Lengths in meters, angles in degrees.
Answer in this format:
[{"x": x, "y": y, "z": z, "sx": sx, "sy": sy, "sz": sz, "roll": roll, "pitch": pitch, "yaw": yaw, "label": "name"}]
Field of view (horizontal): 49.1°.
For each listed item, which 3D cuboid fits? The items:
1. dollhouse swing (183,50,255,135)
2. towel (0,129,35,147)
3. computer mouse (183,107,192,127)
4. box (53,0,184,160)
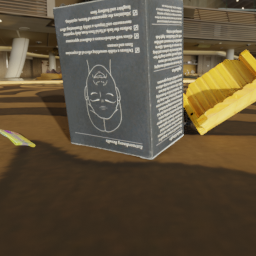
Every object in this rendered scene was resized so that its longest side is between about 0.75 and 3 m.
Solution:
[{"x": 2.228, "y": -1.032, "z": 6.817, "sx": 2.068, "sy": 1.879, "sz": 1.818, "roll": -34, "pitch": -30, "yaw": 17, "label": "dollhouse swing"}, {"x": -2.374, "y": 0.232, "z": 5.997, "sx": 0.575, "sy": 0.091, "sz": 0.800, "roll": 32, "pitch": -2, "yaw": 10, "label": "towel"}, {"x": 1.219, "y": -0.218, "z": 8.776, "sx": 1.596, "sy": 0.367, "sz": 1.121, "roll": -10, "pitch": 35, "yaw": -3, "label": "computer mouse"}, {"x": -0.109, "y": -1.117, "z": 6.065, "sx": 2.221, "sy": 2.993, "sz": 1.602, "roll": 8, "pitch": 21, "yaw": 33, "label": "box"}]
